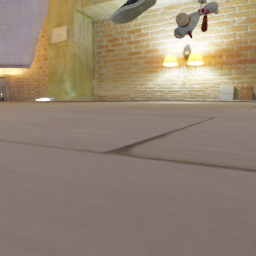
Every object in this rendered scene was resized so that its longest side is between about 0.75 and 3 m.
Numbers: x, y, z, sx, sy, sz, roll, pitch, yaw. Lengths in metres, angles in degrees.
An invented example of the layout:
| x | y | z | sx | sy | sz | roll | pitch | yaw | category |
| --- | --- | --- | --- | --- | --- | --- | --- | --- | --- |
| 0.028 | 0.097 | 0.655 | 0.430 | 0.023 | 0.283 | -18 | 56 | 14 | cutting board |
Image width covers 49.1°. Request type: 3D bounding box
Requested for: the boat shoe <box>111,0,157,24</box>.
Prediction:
| x | y | z | sx | sy | sz | roll | pitch | yaw | category |
| --- | --- | --- | --- | --- | --- | --- | --- | --- | --- |
| 0.169 | -4.411 | 10.227 | 1.823 | 0.568 | 0.680 | -29 | -31 | 8 | boat shoe |

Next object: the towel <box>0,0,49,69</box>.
| x | y | z | sx | sy | sz | roll | pitch | yaw | category |
| --- | --- | --- | --- | --- | --- | --- | --- | --- | --- |
| -2.652 | -2.031 | 6.001 | 1.705 | 1.785 | 0.288 | 2 | -23 | 10 | towel |

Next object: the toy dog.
| x | y | z | sx | sy | sz | roll | pitch | yaw | category |
| --- | --- | --- | --- | --- | --- | --- | --- | --- | --- |
| 1.966 | -2.971 | 7.807 | 1.478 | 0.712 | 0.975 | -39 | -22 | 13 | toy dog |
